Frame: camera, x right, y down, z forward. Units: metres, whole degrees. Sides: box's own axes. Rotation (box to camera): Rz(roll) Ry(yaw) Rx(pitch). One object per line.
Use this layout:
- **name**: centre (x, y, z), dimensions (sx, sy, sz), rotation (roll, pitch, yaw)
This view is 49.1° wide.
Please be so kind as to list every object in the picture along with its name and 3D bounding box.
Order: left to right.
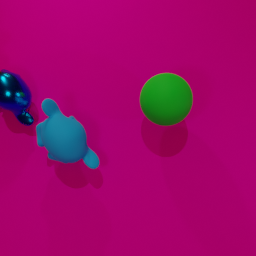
- **monkey head**: centre (-3.172, -0.820, 7.209), dimensions (1.320, 1.106, 1.835), rotation (-31, 114, 6)
- **monkey head**: centre (-1.419, 0.136, 6.727), dimensions (1.955, 1.178, 1.406), rotation (54, 45, -15)
- **ball**: centre (0.916, -0.682, 6.748), dimensions (1.261, 1.261, 1.261), rotation (0, 74, 0)
